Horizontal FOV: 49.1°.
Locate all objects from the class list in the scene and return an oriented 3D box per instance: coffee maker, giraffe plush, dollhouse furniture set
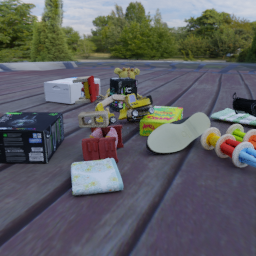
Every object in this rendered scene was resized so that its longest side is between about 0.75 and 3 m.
[{"bbox_3d":[5.048,-0.961,11.971,0.993,0.696,1.034,41,-11,-29],"label":"coffee maker"},{"bbox_3d":[-0.192,-2.778,17.206,2.021,1.899,2.342,-13,21,-35],"label":"giraffe plush"},{"bbox_3d":[-0.812,-0.337,8.431,1.041,2.559,1.377,-2,19,7],"label":"dollhouse furniture set"}]

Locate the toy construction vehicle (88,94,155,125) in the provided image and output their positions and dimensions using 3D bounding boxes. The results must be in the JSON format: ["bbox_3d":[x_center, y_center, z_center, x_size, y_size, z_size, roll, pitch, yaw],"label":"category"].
[{"bbox_3d":[-0.188,-0.754,11.231,2.724,0.959,2.371,-11,-2,-21],"label":"toy construction vehicle"}]

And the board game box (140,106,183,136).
[{"bbox_3d":[1.441,-0.308,11.490,1.298,0.608,2.556,5,18,17],"label":"board game box"}]

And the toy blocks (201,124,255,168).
[{"bbox_3d":[3.566,0.571,8.418,1.804,0.786,2.164,-8,19,-21],"label":"toy blocks"}]

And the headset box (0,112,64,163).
[{"bbox_3d":[-3.277,0.216,9.091,1.980,1.055,2.274,1,17,2],"label":"headset box"}]

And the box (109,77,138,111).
[{"bbox_3d":[-0.248,-1.746,14.437,1.162,1.564,0.972,-9,21,-29],"label":"box"}]

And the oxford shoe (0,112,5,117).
[{"bbox_3d":[-5.220,-0.268,10.885,0.981,0.962,2.704,-3,17,-23],"label":"oxford shoe"}]

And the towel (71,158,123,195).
[{"bbox_3d":[-0.819,1.222,7.090,1.201,0.338,1.404,-7,20,-11],"label":"towel"}]

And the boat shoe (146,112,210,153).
[{"bbox_3d":[1.637,0.248,9.493,2.663,0.974,0.834,-23,-8,-32],"label":"boat shoe"}]

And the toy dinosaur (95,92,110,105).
[{"bbox_3d":[-1.337,-1.600,16.028,1.052,0.606,2.081,10,22,-18],"label":"toy dinosaur"}]

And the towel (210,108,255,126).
[{"bbox_3d":[5.342,-0.483,12.377,2.685,0.314,2.048,13,19,37],"label":"towel"}]

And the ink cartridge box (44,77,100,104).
[{"bbox_3d":[-3.310,-2.330,16.929,2.056,1.206,2.808,9,21,30],"label":"ink cartridge box"}]
